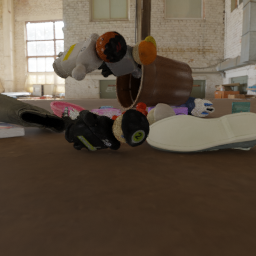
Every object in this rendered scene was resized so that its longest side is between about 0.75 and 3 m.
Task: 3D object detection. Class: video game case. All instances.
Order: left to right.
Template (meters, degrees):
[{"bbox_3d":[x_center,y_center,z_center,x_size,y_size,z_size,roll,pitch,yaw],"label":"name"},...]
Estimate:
[{"bbox_3d":[-4.866,0.102,8.840,2.452,0.282,2.235,-5,9,-39],"label":"video game case"}]

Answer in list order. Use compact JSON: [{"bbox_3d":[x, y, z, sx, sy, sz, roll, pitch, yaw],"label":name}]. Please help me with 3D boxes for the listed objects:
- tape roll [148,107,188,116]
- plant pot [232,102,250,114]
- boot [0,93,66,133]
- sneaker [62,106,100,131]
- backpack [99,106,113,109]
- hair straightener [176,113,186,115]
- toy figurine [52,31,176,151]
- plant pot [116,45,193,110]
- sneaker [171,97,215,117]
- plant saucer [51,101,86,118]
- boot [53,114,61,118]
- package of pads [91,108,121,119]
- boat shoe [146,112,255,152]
[{"bbox_3d":[1.931,-0.689,13.605,1.881,0.617,1.881,-1,7,0],"label":"tape roll"},{"bbox_3d":[5.383,-0.727,13.362,0.835,0.835,1.182,3,16,21],"label":"plant pot"},{"bbox_3d":[-3.677,-0.534,9.395,2.975,1.007,1.943,12,0,-31],"label":"boot"},{"bbox_3d":[-1.577,-0.187,9.845,0.954,0.888,2.211,16,-1,-41],"label":"sneaker"},{"bbox_3d":[-1.259,-1.081,16.893,0.872,0.671,0.711,26,16,40],"label":"backpack"},{"bbox_3d":[1.090,-0.217,9.133,2.168,0.834,0.443,2,-4,16],"label":"hair straightener"},{"bbox_3d":[-0.179,-0.903,6.872,1.975,2.795,2.839,-9,2,31],"label":"toy figurine"},{"bbox_3d":[1.327,-2.261,13.578,2.970,3.001,3.001,3,6,-24],"label":"plant pot"},{"bbox_3d":[3.774,-1.098,15.634,2.119,1.166,2.894,19,6,24],"label":"sneaker"},{"bbox_3d":[-2.879,-0.807,13.582,1.785,0.453,1.785,17,15,-5],"label":"plant saucer"},{"bbox_3d":[-3.608,-0.606,14.202,1.008,0.347,1.082,-1,3,-18],"label":"boot"},{"bbox_3d":[-1.108,-0.723,14.222,1.357,0.514,0.818,-5,12,-34],"label":"package of pads"},{"bbox_3d":[1.812,0.257,6.729,2.756,1.004,0.852,-6,-36,5],"label":"boat shoe"}]
